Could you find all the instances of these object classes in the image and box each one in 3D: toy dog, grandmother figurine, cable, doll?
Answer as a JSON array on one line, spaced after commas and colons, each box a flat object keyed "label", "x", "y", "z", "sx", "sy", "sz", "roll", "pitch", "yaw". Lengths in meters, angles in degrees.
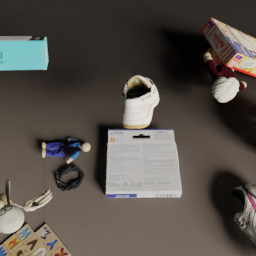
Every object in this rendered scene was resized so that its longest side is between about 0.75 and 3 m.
[{"label": "toy dog", "x": -1.620, "y": 0.912, "z": 3.311, "sx": 0.624, "sy": 1.296, "sz": 0.855, "roll": 58, "pitch": 30, "yaw": -9}, {"label": "grandmother figurine", "x": 3.107, "y": -1.731, "z": 9.073, "sx": 1.740, "sy": 0.869, "sz": 2.869, "roll": 26, "pitch": 39, "yaw": -1}, {"label": "cable", "x": -1.575, "y": 1.388, "z": 7.700, "sx": 0.797, "sy": 0.203, "sz": 0.651, "roll": -11, "pitch": 55, "yaw": -8}, {"label": "doll", "x": -1.779, "y": 0.629, "z": 8.157, "sx": 1.363, "sy": 0.330, "sz": 0.930, "roll": -5, "pitch": 47, "yaw": -11}]

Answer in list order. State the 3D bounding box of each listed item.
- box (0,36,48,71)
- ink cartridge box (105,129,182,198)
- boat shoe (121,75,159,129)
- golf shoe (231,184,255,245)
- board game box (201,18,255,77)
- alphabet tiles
[{"label": "box", "x": -3.491, "y": -1.854, "z": 6.913, "sx": 2.883, "sy": 0.709, "sz": 1.186, "roll": -4, "pitch": 23, "yaw": -12}, {"label": "ink cartridge box", "x": 0.395, "y": 0.954, "z": 7.874, "sx": 2.019, "sy": 0.411, "sz": 2.023, "roll": 0, "pitch": 55, "yaw": 0}, {"label": "boat shoe", "x": 0.284, "y": -0.823, "z": 6.334, "sx": 0.796, "sy": 0.779, "sz": 2.248, "roll": -3, "pitch": 29, "yaw": 8}, {"label": "golf shoe", "x": 3.099, "y": 2.403, "z": 6.686, "sx": 1.032, "sy": 0.814, "sz": 2.242, "roll": -6, "pitch": 47, "yaw": 12}, {"label": "board game box", "x": 3.921, "y": -2.664, "z": 9.643, "sx": 2.499, "sy": 0.579, "sz": 1.893, "roll": 8, "pitch": 48, "yaw": -32}, {"label": "alphabet tiles", "x": -2.431, "y": 3.285, "z": 6.430, "sx": 2.055, "sy": 0.065, "sz": 1.710, "roll": -38, "pitch": 63, "yaw": -24}]
